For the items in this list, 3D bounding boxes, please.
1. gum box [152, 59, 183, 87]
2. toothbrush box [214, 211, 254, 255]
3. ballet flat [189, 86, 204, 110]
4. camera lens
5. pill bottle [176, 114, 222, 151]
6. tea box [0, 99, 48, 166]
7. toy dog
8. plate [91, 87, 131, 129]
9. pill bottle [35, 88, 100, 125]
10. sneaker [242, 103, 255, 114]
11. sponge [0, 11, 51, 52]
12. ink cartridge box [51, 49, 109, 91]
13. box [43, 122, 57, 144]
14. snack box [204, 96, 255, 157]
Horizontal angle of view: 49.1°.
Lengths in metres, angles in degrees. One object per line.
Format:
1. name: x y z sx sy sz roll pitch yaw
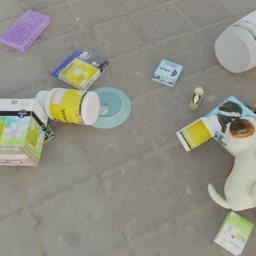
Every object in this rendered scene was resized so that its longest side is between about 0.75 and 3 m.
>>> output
1. gum box: 1.702 -2.363 12.028 0.950 0.249 1.118 23 61 15
2. toothbrush box: 3.252 3.225 8.605 0.745 0.440 1.023 32 66 18
3. ballet flat: 2.821 -1.295 11.314 0.439 0.403 1.280 17 60 10
4. camera lens: 5.186 -3.684 11.803 2.467 1.973 1.973 -34 65 -19
5. pill bottle: 2.527 0.143 9.954 1.443 0.811 0.811 -31 62 9
6. tea box: -4.146 0.163 9.720 2.067 1.381 2.033 -1 65 5
7. toy dog: 3.928 1.064 8.782 2.778 1.999 2.865 -11 75 31
8. plate: -0.885 -0.901 11.167 2.029 0.259 2.029 0 59 -1
9. pill bottle: -2.293 -0.848 10.501 2.227 1.239 1.239 8 59 18
10. sneaker: 4.783 -0.724 11.037 0.852 0.300 0.322 17 64 11
11. sponge: -4.865 -4.663 13.353 1.300 0.347 2.330 21 62 11
12. ink cartridge box: -2.080 -2.625 12.110 1.850 0.435 1.828 30 64 14
13. box: -3.247 0.147 10.572 0.736 0.203 0.919 -32 64 -18
14. snack box: 4.334 0.277 10.292 1.712 0.547 2.947 -35 65 -19
